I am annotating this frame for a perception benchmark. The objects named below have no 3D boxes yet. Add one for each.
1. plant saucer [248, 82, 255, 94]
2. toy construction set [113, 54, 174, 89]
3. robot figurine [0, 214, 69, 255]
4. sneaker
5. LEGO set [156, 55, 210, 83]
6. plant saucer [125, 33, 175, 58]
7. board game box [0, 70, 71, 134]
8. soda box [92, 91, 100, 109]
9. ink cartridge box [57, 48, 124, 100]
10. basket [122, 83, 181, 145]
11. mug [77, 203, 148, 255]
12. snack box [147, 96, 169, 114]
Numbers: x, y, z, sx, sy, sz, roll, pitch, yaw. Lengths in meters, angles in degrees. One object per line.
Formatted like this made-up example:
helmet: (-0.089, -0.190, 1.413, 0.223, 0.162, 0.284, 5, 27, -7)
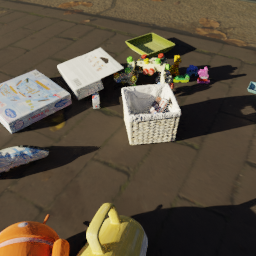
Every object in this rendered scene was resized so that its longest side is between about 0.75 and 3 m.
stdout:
plant saucer: (6.312, -1.514, 12.192, 2.063, 0.196, 0.721, 21, 46, 23)
toy construction set: (0.846, -2.421, 12.338, 2.658, 1.224, 1.743, 18, 55, 19)
robot figurine: (-2.210, 3.181, 5.865, 1.582, 1.951, 2.712, 12, 37, -20)
sneaker: (-3.850, 1.065, 8.915, 2.628, 0.952, 0.944, -8, -1, -24)
LEGO set: (2.523, -2.740, 12.941, 2.455, 1.007, 0.936, 0, 41, 0)
plant saucer: (1.195, -4.415, 15.225, 1.974, 0.473, 1.977, -26, 48, -27)
board game box: (-4.244, -1.228, 11.570, 2.719, 0.561, 2.726, -32, 51, -31)
soda box: (-1.343, -1.176, 11.723, 0.276, 0.297, 0.869, -6, 43, -6)
ink cartridge box: (-1.705, -2.534, 12.596, 2.294, 0.576, 2.643, -26, 44, -14)
basket: (0.745, -0.486, 10.062, 1.827, 1.470, 1.811, -5, 42, -7)
mug: (-0.230, 2.749, 6.234, 1.569, 1.959, 1.609, 28, 38, 6)
snack box: (0.917, -0.465, 10.144, 0.496, 0.168, 1.379, 32, 91, 43)
